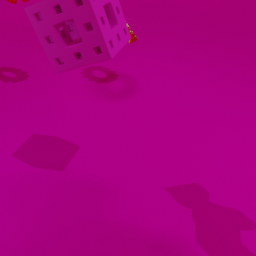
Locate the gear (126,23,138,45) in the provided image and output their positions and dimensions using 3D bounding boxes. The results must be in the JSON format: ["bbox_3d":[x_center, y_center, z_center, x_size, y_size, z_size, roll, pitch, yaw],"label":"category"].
[{"bbox_3d":[-0.237,-3.248,8.653,0.265,1.431,1.431,-37,35,14],"label":"gear"}]

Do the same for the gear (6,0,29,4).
[{"bbox_3d":[-3.005,-4.113,7.398,1.517,1.517,0.281,8,7,11],"label":"gear"}]

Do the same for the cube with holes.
[{"bbox_3d":[-0.643,-1.468,3.989,0.926,0.926,0.926,-8,30,24],"label":"cube with holes"}]
